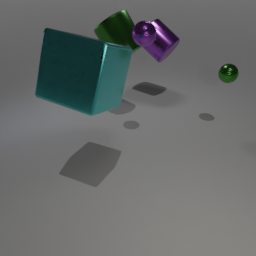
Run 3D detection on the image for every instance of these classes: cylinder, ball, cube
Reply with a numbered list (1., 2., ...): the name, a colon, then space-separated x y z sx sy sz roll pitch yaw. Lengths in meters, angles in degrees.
1. cylinder: -0.301 -3.311 10.263 1.400 1.400 1.400 -31 10 6
2. ball: 0.462 -2.686 7.974 0.700 0.700 0.700 0 29 0
3. cube: -0.908 -1.206 5.995 1.400 1.400 1.400 19 17 17
4. cylinder: 1.409 -3.978 12.821 1.400 1.400 1.400 45 40 4
5. ball: 3.643 -1.980 10.168 0.700 0.700 0.700 0 29 0
